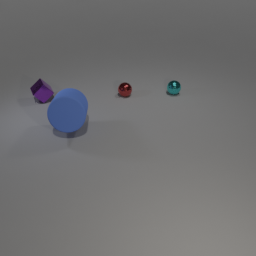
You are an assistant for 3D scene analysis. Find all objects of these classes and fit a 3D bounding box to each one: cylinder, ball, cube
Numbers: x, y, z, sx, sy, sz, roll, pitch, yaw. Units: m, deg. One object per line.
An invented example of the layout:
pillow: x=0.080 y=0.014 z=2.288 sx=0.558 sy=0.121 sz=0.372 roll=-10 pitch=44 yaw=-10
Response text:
cylinder: x=-2.282 y=-0.709 z=10.805 sx=1.400 sy=1.400 sz=1.400 roll=-2 pitch=21 yaw=-4
ball: x=2.279 y=-2.009 z=13.887 sx=0.700 sy=0.700 sz=0.700 roll=0 pitch=33 yaw=0
cube: x=-4.029 y=-1.749 z=13.122 sx=0.700 sy=0.700 sz=0.700 roll=-43 pitch=46 yaw=6
ball: x=-0.147 y=-1.881 z=13.701 sx=0.700 sy=0.700 sz=0.700 roll=0 pitch=33 yaw=0
